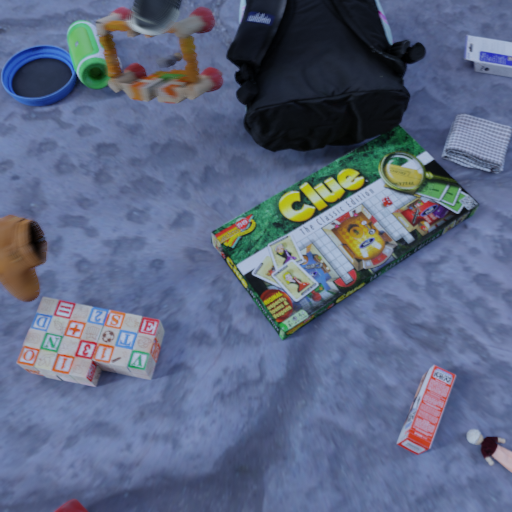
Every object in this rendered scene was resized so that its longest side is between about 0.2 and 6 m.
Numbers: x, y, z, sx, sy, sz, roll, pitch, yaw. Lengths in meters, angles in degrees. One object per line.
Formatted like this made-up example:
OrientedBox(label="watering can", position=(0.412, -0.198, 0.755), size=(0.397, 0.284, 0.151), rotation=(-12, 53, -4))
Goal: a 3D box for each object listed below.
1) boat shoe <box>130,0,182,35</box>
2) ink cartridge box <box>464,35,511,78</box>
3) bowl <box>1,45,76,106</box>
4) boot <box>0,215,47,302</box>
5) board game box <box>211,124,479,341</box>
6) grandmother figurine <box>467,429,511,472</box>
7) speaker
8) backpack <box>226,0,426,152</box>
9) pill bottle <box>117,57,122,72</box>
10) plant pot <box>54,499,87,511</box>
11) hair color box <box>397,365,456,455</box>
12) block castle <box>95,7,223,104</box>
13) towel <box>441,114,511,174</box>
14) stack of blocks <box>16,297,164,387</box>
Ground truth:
OrientedBox(label="boat shoe", position=(-1.425, -4.169, 8.508), size=(0.738, 0.695, 2.056), rotation=(15, 60, 2))
OrientedBox(label="ink cartridge box", position=(5.879, -4.785, 13.528), size=(1.780, 0.349, 0.885), rotation=(13, 64, 5))
OrientedBox(label="bowl", position=(-5.101, -4.246, 13.251), size=(1.722, 0.338, 1.722), rotation=(0, 62, 0))
OrientedBox(label="boot", position=(-3.601, 0.077, 8.878), size=(1.190, 1.533, 0.588), rotation=(2, 20, 39))
OrientedBox(label="board game box", position=(1.800, -0.654, 11.305), size=(4.885, 0.573, 2.559), rotation=(-32, 65, -15))
OrientedBox(label="grandmother figurine", position=(4.000, 3.283, 9.428), size=(0.970, 0.294, 0.588), rotation=(34, 39, 19))
OrientedBox(label="speaker", position=(-3.901, -4.715, 13.085), size=(0.841, 0.841, 1.901), rotation=(-19, 54, -9))
OrientedBox(label="backpack", position=(1.087, -4.489, 11.979), size=(3.718, 2.820, 4.456), rotation=(-6, 64, -6))
OrientedBox(label="pill bottle", position=(-3.377, -4.422, 13.316), size=(0.377, 0.377, 0.679), rotation=(-7, 63, -4))
OrientedBox(label="plant pot", position=(-2.794, 4.533, 8.177), size=(1.288, 1.415, 1.415), rotation=(41, 70, 10))
OrientedBox(label="hair color box", position=(2.877, 2.613, 9.493), size=(0.430, 0.746, 1.345), rotation=(26, 65, 13))
OrientedBox(label="block castle", position=(-1.725, -3.724, 10.281), size=(2.240, 1.497, 1.051), rotation=(13, 40, 28))
OrientedBox(label="towel", position=(4.835, -2.449, 12.201), size=(1.309, 0.560, 1.084), rotation=(19, 65, 9))
OrientedBox(label="stack of blocks", position=(-2.909, 1.629, 10.044), size=(2.220, 0.650, 1.278), rotation=(10, 63, 5))
